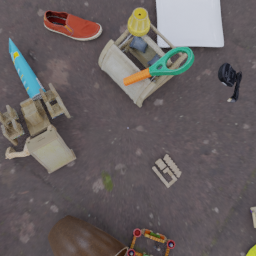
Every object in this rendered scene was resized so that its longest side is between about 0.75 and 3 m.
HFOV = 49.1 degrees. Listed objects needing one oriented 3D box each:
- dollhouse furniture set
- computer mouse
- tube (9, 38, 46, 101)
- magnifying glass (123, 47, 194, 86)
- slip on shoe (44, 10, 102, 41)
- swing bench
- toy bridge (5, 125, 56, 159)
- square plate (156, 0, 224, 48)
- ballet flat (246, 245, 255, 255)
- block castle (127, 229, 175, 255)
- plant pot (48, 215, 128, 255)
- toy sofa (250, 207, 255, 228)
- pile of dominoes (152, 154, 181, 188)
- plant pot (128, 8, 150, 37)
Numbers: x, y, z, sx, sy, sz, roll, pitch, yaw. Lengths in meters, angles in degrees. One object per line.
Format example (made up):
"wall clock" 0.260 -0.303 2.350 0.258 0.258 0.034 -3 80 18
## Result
"dollhouse furniture set" -3.127 0.095 10.301 2.233 1.693 2.548 -29 57 -6
"computer mouse" 3.137 -1.390 8.854 0.358 1.554 1.091 9 92 41
"tube" -4.033 -2.235 10.917 0.623 0.957 2.472 -26 80 -34
"magnifying glass" 0.979 -1.991 9.419 2.520 0.282 1.003 -20 54 24
"slip on shoe" -2.273 -4.200 11.391 2.449 0.749 0.907 15 76 2
"swing bench" 0.473 -2.495 10.602 2.366 1.535 2.353 -43 82 -10
"toy bridge" -3.536 0.641 10.020 2.156 0.293 0.725 -27 38 14
"square plate" 2.506 -4.524 11.648 2.679 0.385 2.705 0 77 -1
"ballet flat" 4.912 4.133 9.509 2.060 0.690 0.688 -30 79 -6
"block castle" 0.790 4.070 9.522 1.476 0.692 0.986 18 77 4
"plant pot" -1.486 3.948 9.067 2.202 2.058 2.058 35 79 23
"toy sofa" 5.159 3.084 9.857 1.511 0.737 0.626 -14 102 -3
"pile of dominoes" 1.448 1.580 10.422 0.790 0.161 1.014 -38 88 -9
"plant pot" 0.391 -3.715 9.689 0.795 0.748 0.795 0 75 -1
